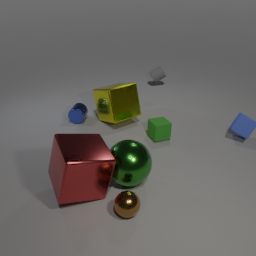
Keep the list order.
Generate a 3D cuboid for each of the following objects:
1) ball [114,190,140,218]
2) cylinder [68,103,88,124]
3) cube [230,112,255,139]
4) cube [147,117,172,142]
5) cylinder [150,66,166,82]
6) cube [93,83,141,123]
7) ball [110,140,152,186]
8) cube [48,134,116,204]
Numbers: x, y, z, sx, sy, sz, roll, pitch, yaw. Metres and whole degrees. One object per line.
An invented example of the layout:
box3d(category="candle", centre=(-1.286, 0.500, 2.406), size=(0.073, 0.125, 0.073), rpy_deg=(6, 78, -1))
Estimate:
box3d(category="ball", centre=(-0.019, 2.019, 7.441), size=(0.700, 0.700, 0.700), rpy_deg=(0, 29, 0))
box3d(category="cylinder", centre=(-2.172, -0.648, 12.205), size=(0.700, 0.700, 0.700), rpy_deg=(4, 29, 7))
box3d(category="cube", centre=(4.435, -0.107, 10.765), size=(0.700, 0.700, 0.700), rpy_deg=(33, 17, 10))
box3d(category="cube", centre=(1.218, 0.039, 10.922), size=(0.700, 0.700, 0.700), rpy_deg=(-9, 28, -20))
box3d(category="cylinder", centre=(1.701, -3.054, 15.922), size=(0.700, 0.700, 0.700), rpy_deg=(-31, 23, 18))
box3d(category="cube", centre=(-0.468, -1.108, 11.970), size=(1.400, 1.400, 1.400), rpy_deg=(-19, 17, -30))
box3d(category="ball", centre=(0.026, 1.047, 8.440), size=(1.400, 1.400, 1.400), rpy_deg=(0, 29, 0))
box3d(category="cube", centre=(-1.354, 1.097, 7.960), size=(1.400, 1.400, 1.400), rpy_deg=(1, 31, -29))
